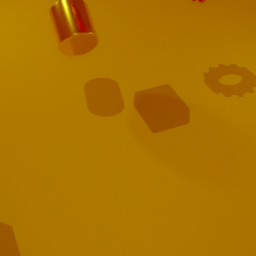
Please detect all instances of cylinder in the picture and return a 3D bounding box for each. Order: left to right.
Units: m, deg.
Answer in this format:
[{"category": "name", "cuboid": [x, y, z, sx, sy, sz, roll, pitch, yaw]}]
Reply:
[{"category": "cylinder", "cuboid": [-1.292, -2.384, 6.684, 0.969, 0.969, 0.969, -16, 78, -10]}]

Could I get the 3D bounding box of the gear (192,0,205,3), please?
[{"category": "gear", "cuboid": [2.092, -3.572, 6.538, 1.484, 1.484, 0.274, -21, 80, -14]}]
